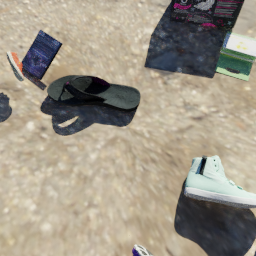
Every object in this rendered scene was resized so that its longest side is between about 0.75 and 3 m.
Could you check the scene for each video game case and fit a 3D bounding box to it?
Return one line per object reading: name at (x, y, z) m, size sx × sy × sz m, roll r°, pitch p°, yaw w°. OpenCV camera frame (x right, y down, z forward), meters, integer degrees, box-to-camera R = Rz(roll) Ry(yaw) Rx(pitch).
video game case at (-2.637, -2.216, 8.465) m, size 0.917 × 0.122 × 1.283 m, roll 35°, pitch 98°, yaw 17°

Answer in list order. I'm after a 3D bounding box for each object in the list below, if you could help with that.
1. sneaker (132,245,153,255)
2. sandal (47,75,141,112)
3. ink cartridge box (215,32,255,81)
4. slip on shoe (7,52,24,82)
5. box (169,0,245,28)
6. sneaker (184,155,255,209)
sneaker at (0.403, 3.172, 5.708) m, size 0.650 × 0.628 × 1.558 m, roll -33°, pitch 55°, yaw 9°
sandal at (-0.970, -1.110, 7.917) m, size 2.698 × 0.646 × 1.014 m, roll 7°, pitch 62°, yaw 4°
ink cartridge box at (3.418, -2.265, 8.714) m, size 1.079 × 0.355 × 1.482 m, roll 20°, pitch 62°, yaw 10°
slip on shoe at (-3.146, -1.766, 7.973) m, size 0.307 × 0.372 × 1.005 m, roll -18°, pitch 70°, yaw -32°
box at (2.615, -4.416, 9.306) m, size 2.209 × 1.267 × 1.460 m, roll 9°, pitch 63°, yaw 5°
sneaker at (2.371, 1.226, 6.621) m, size 1.912 × 0.704 × 1.128 m, roll 11°, pitch 69°, yaw 8°
